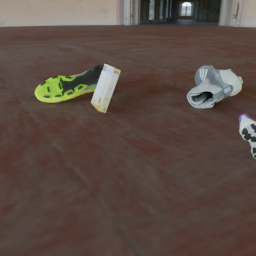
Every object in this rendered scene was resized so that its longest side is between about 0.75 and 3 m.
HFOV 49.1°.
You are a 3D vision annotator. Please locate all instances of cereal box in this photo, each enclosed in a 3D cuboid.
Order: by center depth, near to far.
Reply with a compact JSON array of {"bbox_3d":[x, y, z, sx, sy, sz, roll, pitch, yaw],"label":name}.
[{"bbox_3d":[-0.667,-1.178,8.166,0.255,1.288,0.927,16,14,-27],"label":"cereal box"}]

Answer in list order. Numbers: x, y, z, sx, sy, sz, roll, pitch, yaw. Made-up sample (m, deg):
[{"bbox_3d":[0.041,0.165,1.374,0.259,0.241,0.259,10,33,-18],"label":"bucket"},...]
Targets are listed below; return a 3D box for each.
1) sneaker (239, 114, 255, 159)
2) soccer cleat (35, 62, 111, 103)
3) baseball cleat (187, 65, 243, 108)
[{"bbox_3d":[2.598,0.164,5.597,0.497,1.233,0.514,-27,31,24],"label":"sneaker"},{"bbox_3d":[-1.706,-1.376,9.499,2.785,0.900,1.165,-22,-14,-18],"label":"soccer cleat"},{"bbox_3d":[2.490,-1.393,9.255,1.558,1.021,2.927,-29,10,-1],"label":"baseball cleat"}]
